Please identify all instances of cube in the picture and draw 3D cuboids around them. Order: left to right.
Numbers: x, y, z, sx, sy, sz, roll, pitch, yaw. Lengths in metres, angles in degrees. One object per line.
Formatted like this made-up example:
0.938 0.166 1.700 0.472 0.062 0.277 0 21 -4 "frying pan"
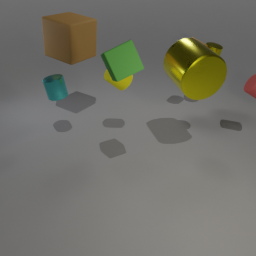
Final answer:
-2.119 -3.324 10.286 1.400 1.400 1.400 25 38 26 "cube"
-0.147 -1.542 6.492 0.700 0.700 0.700 -27 15 -5 "cube"

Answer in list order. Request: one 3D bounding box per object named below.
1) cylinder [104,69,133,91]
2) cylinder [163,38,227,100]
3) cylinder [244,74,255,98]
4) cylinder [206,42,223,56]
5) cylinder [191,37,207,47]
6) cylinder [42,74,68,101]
-0.319 -1.712 9.287 0.700 0.700 0.700 31 11 -35 "cylinder"
1.941 -1.757 8.285 1.400 1.400 1.400 -8 38 -14 "cylinder"
4.464 -1.371 9.550 0.700 0.700 0.700 30 30 -9 "cylinder"
3.407 -3.035 11.414 0.700 0.700 0.700 7 37 -5 "cylinder"
2.633 -3.101 11.024 0.700 0.700 0.700 25 22 -11 "cylinder"
-2.441 -1.369 9.443 0.700 0.700 0.700 -8 30 5 "cylinder"
